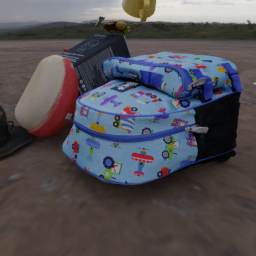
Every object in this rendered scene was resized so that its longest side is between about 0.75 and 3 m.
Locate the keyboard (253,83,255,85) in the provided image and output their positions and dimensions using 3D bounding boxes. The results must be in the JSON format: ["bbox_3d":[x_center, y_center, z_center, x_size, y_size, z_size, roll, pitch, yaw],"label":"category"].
[{"bbox_3d":[5.874,-2.005,12.522,0.753,0.040,0.212,-15,30,-33],"label":"keyboard"}]

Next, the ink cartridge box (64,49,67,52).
[{"bbox_3d":[-2.846,-2.551,11.885,0.713,1.493,1.700,-8,22,-21],"label":"ink cartridge box"}]

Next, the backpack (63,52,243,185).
[{"bbox_3d":[0.287,-0.271,5.292,2.960,1.991,2.702,-16,27,-33],"label":"backpack"}]

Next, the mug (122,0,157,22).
[{"bbox_3d":[0.571,-4.581,9.591,1.240,1.271,1.548,-31,72,-23],"label":"mug"}]

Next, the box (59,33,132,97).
[{"bbox_3d":[-1.395,-2.420,10.612,2.508,1.343,1.862,-38,37,-22],"label":"box"}]

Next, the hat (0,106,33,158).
[{"bbox_3d":[-3.375,-0.086,6.216,2.395,0.966,2.395,0,22,0],"label":"hat"}]

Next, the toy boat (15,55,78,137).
[{"bbox_3d":[-1.629,-0.685,7.183,1.872,1.869,2.863,28,10,-18],"label":"toy boat"}]

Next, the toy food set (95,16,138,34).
[{"bbox_3d":[-0.442,-3.626,10.189,1.421,0.285,0.981,4,-6,-19],"label":"toy food set"}]
